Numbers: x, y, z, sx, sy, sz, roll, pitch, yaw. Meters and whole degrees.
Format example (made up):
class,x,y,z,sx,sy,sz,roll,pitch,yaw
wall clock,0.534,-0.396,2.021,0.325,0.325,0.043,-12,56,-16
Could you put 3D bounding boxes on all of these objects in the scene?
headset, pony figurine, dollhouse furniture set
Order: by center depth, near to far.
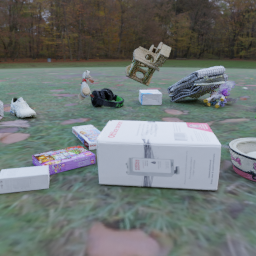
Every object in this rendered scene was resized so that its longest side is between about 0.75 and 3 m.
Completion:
class,x,y,z,sx,sy,sz,roll,pitch,yaw
dollhouse furniture set,1.007,-3.520,12.618,1.321,2.101,2.375,24,-27,-7
pony figurine,4.949,-1.693,15.005,1.605,1.385,1.663,-2,28,29
headset,-1.421,-1.828,15.106,2.613,1.228,1.614,19,21,22

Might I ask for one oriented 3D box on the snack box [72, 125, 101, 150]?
class,x,y,z,sx,sy,sz,roll,pitch,yaw
snack box,-1.264,0.267,9.396,0.730,0.247,2.031,-7,17,-24

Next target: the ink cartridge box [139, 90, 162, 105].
class,x,y,z,sx,sy,sz,roll,pitch,yaw
ink cartridge box,1.233,-1.807,16.112,1.116,0.643,1.928,-1,16,-4

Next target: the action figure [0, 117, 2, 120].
class,x,y,z,sx,sy,sz,roll,pitch,yaw
action figure,-5.955,-0.331,10.270,1.625,1.806,2.426,40,0,17

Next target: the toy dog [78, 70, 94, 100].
class,x,y,z,sx,sy,sz,roll,pitch,yaw
toy dog,-1.391,-1.450,9.822,0.502,1.043,0.688,16,-7,-26

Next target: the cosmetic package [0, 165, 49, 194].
class,x,y,z,sx,sy,sz,roll,pitch,yaw
cosmetic package,-2.259,1.119,6.137,1.023,0.379,0.520,-2,16,-14

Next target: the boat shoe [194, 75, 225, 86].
class,x,y,z,sx,sy,sz,roll,pitch,yaw
boat shoe,3.189,-1.864,11.032,1.168,0.349,0.417,-2,4,21

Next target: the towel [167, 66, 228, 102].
class,x,y,z,sx,sy,sz,roll,pitch,yaw
towel,3.871,-2.374,15.802,2.324,1.201,2.807,-19,-4,-32

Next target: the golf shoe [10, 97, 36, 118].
class,x,y,z,sx,sy,sz,roll,pitch,yaw
golf shoe,-4.790,-0.930,12.618,1.749,0.850,0.685,14,18,36

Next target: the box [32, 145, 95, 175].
class,x,y,z,sx,sy,sz,roll,pitch,yaw
box,-1.687,0.818,7.367,1.388,0.271,0.950,-11,19,-33

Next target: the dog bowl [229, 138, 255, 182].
class,x,y,z,sx,sy,sz,roll,pitch,yaw
dog bowl,3.348,0.785,6.832,1.730,0.638,1.730,-1,15,0

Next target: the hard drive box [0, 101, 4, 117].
class,x,y,z,sx,sy,sz,roll,pitch,yaw
hard drive box,-6.273,-0.803,11.686,1.769,0.679,1.379,-3,-5,-14

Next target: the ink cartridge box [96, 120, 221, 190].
class,x,y,z,sx,sy,sz,roll,pitch,yaw
ink cartridge box,0.711,0.551,6.799,2.618,1.084,1.918,2,16,7
